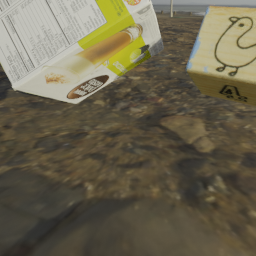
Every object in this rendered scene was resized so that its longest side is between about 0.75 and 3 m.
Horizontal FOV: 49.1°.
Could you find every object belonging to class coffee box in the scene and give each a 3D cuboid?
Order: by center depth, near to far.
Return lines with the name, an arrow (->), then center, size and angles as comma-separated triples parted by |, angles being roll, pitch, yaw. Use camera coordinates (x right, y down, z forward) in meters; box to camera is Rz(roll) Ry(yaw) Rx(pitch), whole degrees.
coffee box -> -0.909, -1.874, 4.568 | 2.118, 2.142, 2.139 | -30, -6, 10

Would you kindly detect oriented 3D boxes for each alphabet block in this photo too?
alphabet block -> 1.660, -1.026, 4.163 | 1.110, 1.084, 1.090 | 18, -3, 31
